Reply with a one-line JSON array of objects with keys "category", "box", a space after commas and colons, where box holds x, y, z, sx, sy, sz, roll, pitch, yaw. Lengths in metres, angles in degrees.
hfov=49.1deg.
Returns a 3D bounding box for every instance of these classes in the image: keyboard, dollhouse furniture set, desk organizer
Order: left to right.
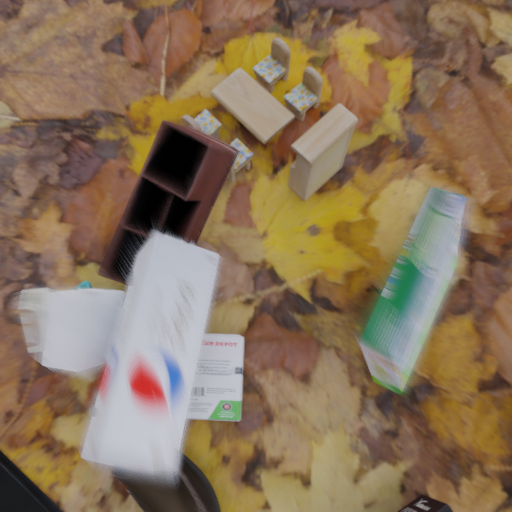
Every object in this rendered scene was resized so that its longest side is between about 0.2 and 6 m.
[{"category": "keyboard", "box": [-3.646, 4.888, 7.616, 5.634, 1.116, 2.932, 39, 54, 12]}, {"category": "desk organizer", "box": [-1.348, -0.660, 8.508, 0.928, 0.996, 2.588, 29, 103, 14]}, {"category": "dollhouse furniture set", "box": [0.316, -2.286, 9.290, 2.230, 1.580, 2.428, -43, 78, -12]}]

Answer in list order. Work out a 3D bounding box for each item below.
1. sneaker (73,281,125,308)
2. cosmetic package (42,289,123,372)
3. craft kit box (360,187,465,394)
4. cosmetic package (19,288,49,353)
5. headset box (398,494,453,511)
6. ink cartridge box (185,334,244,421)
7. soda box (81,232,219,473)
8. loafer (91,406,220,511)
[{"category": "sneaker", "box": [-2.071, 1.047, 8.707, 2.078, 0.805, 0.828, 26, 66, 8]}, {"category": "cosmetic package", "box": [-2.380, 0.989, 7.751, 0.611, 0.991, 0.994, 3, 91, 19]}, {"category": "craft kit box", "box": [2.249, 0.599, 7.921, 0.569, 2.318, 2.347, 21, 73, 26]}, {"category": "cosmetic package", "box": [-3.040, 0.904, 7.804, 0.363, 0.831, 0.430, -5, 36, -14]}, {"category": "headset box", "box": [1.725, 5.059, 7.197, 3.168, 1.223, 2.357, -29, 75, -10]}, {"category": "ink cartridge box", "box": [-0.653, 1.853, 8.551, 0.917, 0.528, 1.257, 3, 73, 1]}, {"category": "soda box", "box": [-1.380, 1.275, 7.545, 1.021, 0.954, 2.997, 20, 60, -20]}, {"category": "loafer", "box": [-1.547, 3.056, 7.842, 0.972, 0.950, 2.664, -46, 71, 13]}]
